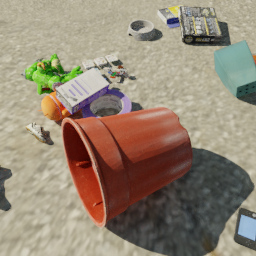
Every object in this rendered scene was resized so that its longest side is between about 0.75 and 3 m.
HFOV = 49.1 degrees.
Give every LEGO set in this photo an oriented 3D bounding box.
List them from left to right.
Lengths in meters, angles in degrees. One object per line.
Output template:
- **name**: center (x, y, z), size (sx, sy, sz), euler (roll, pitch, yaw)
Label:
- **LEGO set**: center (-0.929, -2.413, 11.834), size (1.518, 0.499, 2.032), euler (-18, 41, -14)

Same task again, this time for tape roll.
- **tape roll**: center (-0.737, -0.549, 9.947), size (1.731, 0.735, 1.731), euler (-1, 50, 1)

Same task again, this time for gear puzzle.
- **gear puzzle**: center (5.235, -3.006, 12.082), size (2.931, 0.384, 1.518), euler (26, 48, 23)

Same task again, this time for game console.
- **game console**: center (3.392, 2.603, 7.393), size (0.897, 0.622, 1.051), euler (19, 52, 14)

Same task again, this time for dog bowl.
- **dog bowl**: center (0.660, -4.827, 13.728), size (1.404, 0.412, 1.404), euler (0, 50, -1)

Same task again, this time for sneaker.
- **sneaker**: center (-3.081, 0.111, 9.634), size (0.978, 0.370, 0.429), euler (35, 58, 25)

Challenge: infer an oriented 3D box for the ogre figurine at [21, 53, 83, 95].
- **ogre figurine**: center (-2.890, -2.046, 10.931), size (2.665, 1.308, 1.598), euler (38, 40, 10)

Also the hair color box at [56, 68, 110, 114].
- **hair color box**: center (-1.541, -1.288, 9.610), size (1.640, 0.532, 0.897), euler (-36, 75, -30)

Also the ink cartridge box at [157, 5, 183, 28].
- **ink cartridge box**: center (2.507, -5.852, 14.638), size (1.476, 0.351, 1.494), euler (-16, 50, -13)

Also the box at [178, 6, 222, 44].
- **box**: center (3.458, -5.058, 13.658), size (1.805, 0.550, 2.240), euler (0, 57, -1)

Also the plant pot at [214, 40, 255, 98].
- **plant pot**: center (4.260, -2.187, 10.855), size (1.242, 1.242, 1.758), euler (-19, 60, 9)

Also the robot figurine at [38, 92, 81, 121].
- **robot figurine**: center (-2.358, -0.878, 10.068), size (1.704, 0.994, 1.226), euler (-30, 78, -25)

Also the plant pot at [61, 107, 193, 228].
- **plant pot**: center (0.015, 0.772, 7.711), size (2.818, 2.897, 2.897), euler (-17, 52, -24)
